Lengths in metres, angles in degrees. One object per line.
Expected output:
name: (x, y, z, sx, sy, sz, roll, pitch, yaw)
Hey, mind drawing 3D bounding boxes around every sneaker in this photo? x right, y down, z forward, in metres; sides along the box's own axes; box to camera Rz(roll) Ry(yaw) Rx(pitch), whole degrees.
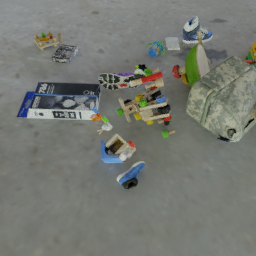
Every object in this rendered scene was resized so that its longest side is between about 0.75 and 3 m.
sneaker: (-0.319, -1.875, 10.935, 1.664, 0.671, 0.694, 3, 30, -3)
sneaker: (0.211, 1.409, 8.178, 0.978, 0.376, 0.544, -31, 50, -19)
sneaker: (0.671, -2.049, 10.323, 0.504, 1.405, 0.582, 1, 92, 27)
sneaker: (3.228, -4.500, 12.691, 1.540, 1.128, 0.621, -12, 51, -10)

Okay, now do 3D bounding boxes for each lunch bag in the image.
lunch bag: (3.455, -0.870, 9.209, 2.509, 1.748, 2.104, -33, 56, -24)

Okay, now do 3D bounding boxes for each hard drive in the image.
hard drive: (2.048, -3.872, 12.832, 0.559, 0.111, 0.848, -2, 50, -2)

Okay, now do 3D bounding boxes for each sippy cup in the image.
sippy cup: (1.180, -3.407, 12.192, 0.740, 0.581, 0.542, 10, 56, 45)

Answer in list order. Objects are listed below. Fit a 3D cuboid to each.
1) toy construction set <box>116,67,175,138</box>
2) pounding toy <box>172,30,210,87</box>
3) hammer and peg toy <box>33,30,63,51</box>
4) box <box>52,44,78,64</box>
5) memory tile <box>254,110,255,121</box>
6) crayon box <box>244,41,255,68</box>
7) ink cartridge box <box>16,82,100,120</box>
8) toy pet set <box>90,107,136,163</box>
toy construction set: (0.391, -0.826, 9.031, 1.673, 2.178, 1.816, -17, 52, 2)
pounding toy: (2.400, -2.289, 10.697, 1.106, 1.840, 2.383, -9, 44, 28)
hammer and peg toy: (-3.541, -4.033, 12.740, 1.282, 0.452, 0.943, -24, 54, -19)
box: (-2.741, -3.229, 12.191, 0.799, 0.252, 1.013, 10, 51, 9)
memory tile: (5.097, -0.307, 8.585, 2.604, 0.219, 1.996, -34, 86, -26)
crayon box: (5.871, -2.930, 11.691, 1.606, 0.642, 2.529, 24, 53, 19)
ink cartridge box: (-2.506, -0.994, 10.122, 2.890, 0.567, 1.437, 0, 50, 1)
toy pet set: (-0.590, 0.447, 8.086, 0.865, 1.521, 1.629, -45, 71, -9)
